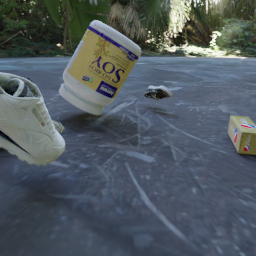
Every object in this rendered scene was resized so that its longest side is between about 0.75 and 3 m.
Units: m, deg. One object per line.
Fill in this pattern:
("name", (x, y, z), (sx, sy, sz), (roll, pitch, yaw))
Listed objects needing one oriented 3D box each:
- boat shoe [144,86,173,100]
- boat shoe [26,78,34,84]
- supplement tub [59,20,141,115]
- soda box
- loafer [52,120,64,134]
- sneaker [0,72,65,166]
("boat shoe", (1.162, -1.296, 10.866), (0.493, 0.547, 1.549), (-50, 25, -10))
("boat shoe", (-3.567, -1.191, 10.112), (0.546, 0.492, 1.519), (-6, 53, -17))
("supplement tub", (-1.014, -2.037, 9.738), (1.988, 2.734, 1.988), (30, 11, -7))
("soda box", (3.008, 0.135, 7.269), (0.519, 0.550, 1.623), (5, 18, 9))
("loafer", (-2.278, -0.095, 7.774), (1.069, 0.365, 0.404), (13, 54, 19))
("sneaker", (-1.679, -0.163, 4.619), (0.950, 1.001, 2.486), (50, 2, 31))
